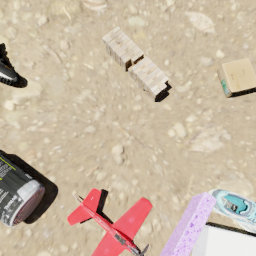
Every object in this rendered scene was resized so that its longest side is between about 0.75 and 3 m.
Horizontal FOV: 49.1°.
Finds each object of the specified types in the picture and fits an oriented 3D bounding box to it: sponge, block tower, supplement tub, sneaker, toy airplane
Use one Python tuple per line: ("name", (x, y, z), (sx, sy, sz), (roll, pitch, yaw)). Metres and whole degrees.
("sponge", (1.335, 2.976, 7.235), (0.408, 1.526, 2.735), (32, 76, 10))
("block tower", (0.259, -2.068, 9.110), (0.699, 0.748, 2.587), (-39, 79, -10))
("supplement tub", (-3.570, 1.527, 7.737), (2.247, 1.377, 1.377), (35, 77, 10))
("sneaker", (3.295, 2.353, 7.713), (2.205, 0.952, 0.856), (21, 75, 6))
("sneaker", (-4.497, -2.426, 9.075), (2.712, 0.949, 1.220), (29, 79, 10))
("toy airplane", (-0.537, 2.720, 7.776), (2.633, 0.484, 2.633), (1, 79, -5))

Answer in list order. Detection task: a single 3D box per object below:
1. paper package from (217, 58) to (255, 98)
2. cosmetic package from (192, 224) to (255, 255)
("paper package", (3.536, -1.614, 9.062), (0.995, 0.540, 1.044), (-13, 75, -4))
("cosmetic package", (2.452, 3.486, 7.144), (1.418, 1.420, 1.721), (13, 75, 4))
